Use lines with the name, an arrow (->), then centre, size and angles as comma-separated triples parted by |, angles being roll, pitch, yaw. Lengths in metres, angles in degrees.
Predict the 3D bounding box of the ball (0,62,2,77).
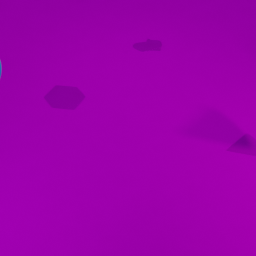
ball -> -2.641, -0.998, 4.541 | 1.075, 1.075, 1.075 | 0, 48, 0
